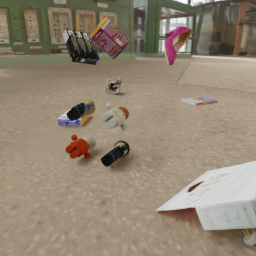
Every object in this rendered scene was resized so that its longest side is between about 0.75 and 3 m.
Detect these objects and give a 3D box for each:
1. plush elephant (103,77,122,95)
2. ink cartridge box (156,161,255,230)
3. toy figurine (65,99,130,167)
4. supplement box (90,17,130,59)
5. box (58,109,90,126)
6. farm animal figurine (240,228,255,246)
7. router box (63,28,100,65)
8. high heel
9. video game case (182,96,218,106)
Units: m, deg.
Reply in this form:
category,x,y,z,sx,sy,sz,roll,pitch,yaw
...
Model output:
category,x,y,z,sx,sy,sz,roll,pitch,yaw
plush elephant,-1.008,-2.685,17.996,1.017,1.082,1.314,11,-11,-8
ink cartridge box,2.308,1.475,6.453,2.666,0.581,2.314,-20,-4,-45
toy figurine,-0.876,0.104,8.734,1.935,1.905,1.346,8,16,20
supplement box,-0.808,-4.046,12.632,0.784,1.519,0.995,-33,22,42
box,-2.445,-0.451,12.655,1.037,0.361,1.742,3,22,8
farm animal figurine,2.943,1.845,5.373,1.197,1.211,0.631,-19,72,-45
router box,-1.524,-2.632,9.097,0.903,0.309,1.210,-1,58,-37
high heel,1.994,-3.213,10.858,1.111,0.780,2.316,-5,40,14
video game case,4.118,-1.578,16.127,1.687,0.147,1.206,-10,21,-25
